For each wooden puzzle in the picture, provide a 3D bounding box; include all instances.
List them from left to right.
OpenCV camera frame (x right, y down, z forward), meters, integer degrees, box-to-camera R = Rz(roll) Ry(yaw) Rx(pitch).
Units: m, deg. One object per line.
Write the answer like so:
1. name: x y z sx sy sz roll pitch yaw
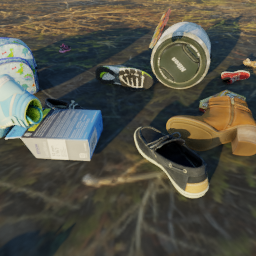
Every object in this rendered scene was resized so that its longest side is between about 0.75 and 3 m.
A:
1. wooden puzzle: 0.856 -2.639 7.477 0.093 0.787 1.327 24 62 -9

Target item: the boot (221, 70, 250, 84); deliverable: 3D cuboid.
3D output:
1. boot: 4.098 -1.877 10.627 1.036 0.375 0.747 0 32 15

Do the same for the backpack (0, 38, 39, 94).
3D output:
1. backpack: -3.857 -1.932 9.291 1.694 1.851 1.360 -14 35 -21

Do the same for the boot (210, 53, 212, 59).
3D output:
1. boot: 3.218 -3.483 13.076 0.953 0.478 1.321 -23 47 -32

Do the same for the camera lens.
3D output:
1. camera lens: 2.023 -2.765 10.455 2.019 2.019 2.524 8 32 12

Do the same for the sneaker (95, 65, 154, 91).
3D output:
1. sneaker: -0.058 -1.982 10.390 2.274 0.840 0.921 17 33 23

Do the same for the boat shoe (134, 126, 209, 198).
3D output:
1. boat shoe: 0.939 0.518 6.443 0.943 0.787 2.529 -16 34 -20

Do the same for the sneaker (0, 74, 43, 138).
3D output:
1. sneaker: -2.818 -0.208 6.945 1.299 1.990 0.792 34 41 4

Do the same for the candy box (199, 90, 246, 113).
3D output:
1. candy box: 2.980 -0.763 8.841 1.316 0.364 0.760 -22 38 -31

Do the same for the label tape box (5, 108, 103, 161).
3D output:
1. label tape box: -1.797 0.118 7.200 2.037 0.673 1.459 1 32 8

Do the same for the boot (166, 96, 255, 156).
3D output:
1. boot: 2.213 -0.308 7.353 2.359 0.905 1.832 9 44 4

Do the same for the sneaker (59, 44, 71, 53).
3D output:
1. sneaker: -3.146 -4.043 14.025 0.314 0.380 0.796 12 33 21

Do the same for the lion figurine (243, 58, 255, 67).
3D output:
1. lion figurine: 5.503 -2.820 12.195 0.992 0.359 0.607 -8 23 -39

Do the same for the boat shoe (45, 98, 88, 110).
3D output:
1. boat shoe: -1.746 -0.541 8.337 1.684 0.528 0.612 10 34 16
